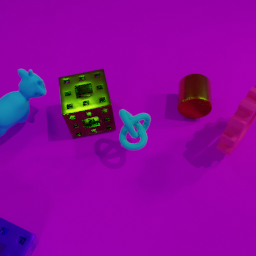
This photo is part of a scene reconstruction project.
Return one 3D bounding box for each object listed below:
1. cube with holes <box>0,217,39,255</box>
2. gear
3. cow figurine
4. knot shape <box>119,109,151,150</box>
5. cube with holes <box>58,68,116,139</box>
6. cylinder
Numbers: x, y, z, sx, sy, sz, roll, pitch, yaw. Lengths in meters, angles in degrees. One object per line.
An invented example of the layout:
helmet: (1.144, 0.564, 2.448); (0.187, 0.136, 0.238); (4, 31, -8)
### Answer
cube with holes: (-2.725, 2.599, 5.808); (1.191, 1.191, 1.191); (26, 60, 0)
gear: (2.965, -0.181, 7.234); (0.353, 1.906, 1.906); (33, 64, 24)
cow figurine: (-2.979, -0.697, 7.455); (0.934, 1.675, 1.702); (43, 46, -3)
knot shape: (0.146, 0.072, 6.916); (1.050, 0.485, 0.982); (20, 68, -39)
cube with holes: (-1.121, -0.663, 7.883); (1.271, 1.271, 1.271); (-12, 59, -3)
cylinder: (1.962, -0.931, 8.244); (0.965, 0.965, 0.965); (7, 56, 4)
